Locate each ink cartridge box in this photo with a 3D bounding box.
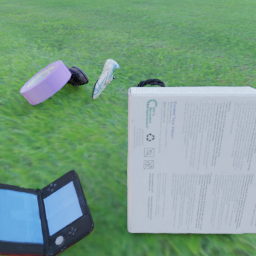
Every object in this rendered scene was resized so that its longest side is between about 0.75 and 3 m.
[{"bbox_3d":[1.412,0.666,5.058,2.857,2.805,0.619,0,23,-1],"label":"ink cartridge box"}]

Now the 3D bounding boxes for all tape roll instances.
[{"bbox_3d":[-2.871,-1.598,9.797,1.764,0.579,1.764,-26,31,17],"label":"tape roll"}]

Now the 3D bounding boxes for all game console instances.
[{"bbox_3d":[-1.651,1.474,5.351,1.468,1.011,1.704,-33,39,-1],"label":"game console"}]

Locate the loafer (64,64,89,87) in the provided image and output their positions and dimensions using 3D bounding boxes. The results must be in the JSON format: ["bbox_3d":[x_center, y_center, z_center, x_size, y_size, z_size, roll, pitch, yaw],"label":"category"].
[{"bbox_3d":[-2.325,-1.975,11.022,0.726,0.829,2.306,-41,36,-18],"label":"loafer"}]

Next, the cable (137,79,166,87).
[{"bbox_3d":[0.778,-1.344,9.881,1.059,0.330,1.298,-34,47,10],"label":"cable"}]

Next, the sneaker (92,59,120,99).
[{"bbox_3d":[-0.832,-1.678,10.025,0.567,1.565,0.562,28,14,-13],"label":"sneaker"}]
